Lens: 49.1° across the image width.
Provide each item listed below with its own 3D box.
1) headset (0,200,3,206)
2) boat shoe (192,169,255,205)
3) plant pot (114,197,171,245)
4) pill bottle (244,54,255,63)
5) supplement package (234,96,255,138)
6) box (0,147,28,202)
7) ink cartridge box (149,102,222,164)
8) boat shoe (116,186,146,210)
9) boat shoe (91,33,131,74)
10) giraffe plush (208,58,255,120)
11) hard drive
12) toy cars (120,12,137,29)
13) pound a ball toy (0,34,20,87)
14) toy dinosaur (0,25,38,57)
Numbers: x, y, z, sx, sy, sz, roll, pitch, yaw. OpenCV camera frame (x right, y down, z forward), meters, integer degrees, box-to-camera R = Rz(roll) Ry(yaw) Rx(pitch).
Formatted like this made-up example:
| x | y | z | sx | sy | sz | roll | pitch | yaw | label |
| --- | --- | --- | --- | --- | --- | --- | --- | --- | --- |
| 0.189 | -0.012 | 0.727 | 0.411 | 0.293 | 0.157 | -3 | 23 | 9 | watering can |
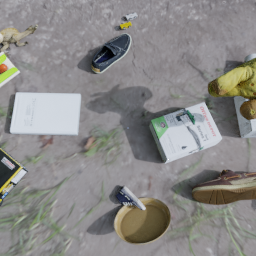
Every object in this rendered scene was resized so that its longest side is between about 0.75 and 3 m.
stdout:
| x | y | z | sx | sy | sz | roll | pitch | yaw | label |
| --- | --- | --- | --- | --- | --- | --- | --- | --- | --- |
| -4.763 | 2.658 | 9.861 | 0.683 | 0.519 | 1.105 | -24 | 69 | -7 | headset |
| 3.622 | 2.004 | 9.972 | 2.770 | 0.999 | 0.997 | -9 | 41 | 6 | boat shoe |
| 0.496 | 3.104 | 9.323 | 1.929 | 0.265 | 1.929 | -12 | 29 | 6 | plant pot |
| 5.080 | -2.224 | 11.301 | 0.784 | 0.784 | 1.386 | 3 | 73 | 1 | pill bottle |
| 4.830 | -0.597 | 10.651 | 1.021 | 1.025 | 1.747 | -3 | 72 | -1 | supplement package |
| -5.237 | 1.534 | 9.962 | 2.634 | 0.650 | 2.103 | 34 | 75 | 19 | box |
| 2.108 | 0.168 | 10.452 | 2.194 | 0.925 | 1.603 | -20 | 73 | -6 | ink cartridge box |
| 0.072 | 2.607 | 9.902 | 0.533 | 0.429 | 1.149 | -45 | 59 | -7 | boat shoe |
| -0.667 | -3.201 | 11.673 | 0.838 | 0.699 | 2.247 | 40 | 75 | 14 | boat shoe |
| 3.727 | -1.044 | 8.234 | 2.237 | 1.930 | 1.814 | -28 | 90 | 34 | giraffe plush |
| -3.192 | -0.563 | 10.997 | 2.549 | 0.335 | 1.681 | 2 | 72 | 0 | hard drive |
| 0.030 | -4.708 | 12.410 | 0.479 | 0.237 | 1.069 | 26 | 71 | 7 | toy cars |
| -5.545 | -2.320 | 11.042 | 2.540 | 1.079 | 1.656 | -42 | 112 | -12 | pound a ball toy |
| -5.308 | -3.829 | 11.964 | 2.926 | 0.852 | 1.480 | -4 | 56 | -9 | toy dinosaur |
